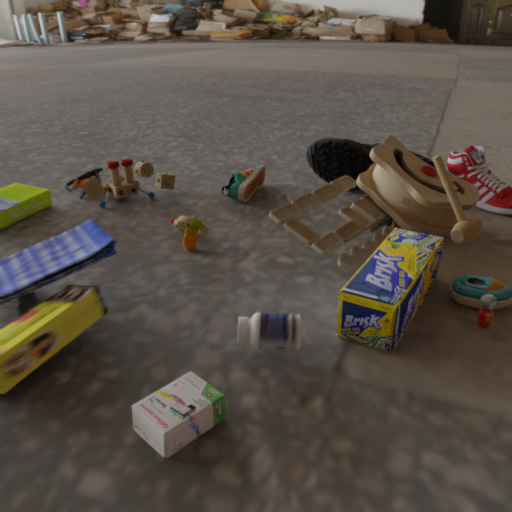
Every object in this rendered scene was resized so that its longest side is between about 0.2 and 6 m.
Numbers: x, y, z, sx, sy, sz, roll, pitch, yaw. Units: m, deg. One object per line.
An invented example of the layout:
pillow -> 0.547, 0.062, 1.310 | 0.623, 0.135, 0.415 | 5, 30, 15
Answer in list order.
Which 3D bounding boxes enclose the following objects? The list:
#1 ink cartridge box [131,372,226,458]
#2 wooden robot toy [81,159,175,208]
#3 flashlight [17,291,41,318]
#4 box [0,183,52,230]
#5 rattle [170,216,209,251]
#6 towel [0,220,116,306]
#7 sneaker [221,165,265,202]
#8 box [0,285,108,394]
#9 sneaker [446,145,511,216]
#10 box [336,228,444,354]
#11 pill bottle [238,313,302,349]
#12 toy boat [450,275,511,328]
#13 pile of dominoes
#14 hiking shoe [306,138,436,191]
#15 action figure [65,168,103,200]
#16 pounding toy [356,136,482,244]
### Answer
ink cartridge box -> -0.946, 1.922, 6.875 | 0.686, 0.398, 0.947 | 24, 36, 39
wooden robot toy -> -3.281, -1.902, 13.909 | 2.355, 1.038, 1.069 | -15, 20, -28
flashlight -> -3.787, 0.707, 9.202 | 0.532, 0.530, 1.564 | -50, 42, 3
box -> -5.790, -1.115, 12.786 | 1.187, 0.464, 1.947 | 12, 29, 22
rattle -> -1.539, -0.431, 11.791 | 1.055, 0.754, 0.687 | 2, -10, 39
towel -> -3.524, 0.062, 9.237 | 2.234, 0.266, 1.618 | -26, 30, -21
sneaker -> -0.293, -1.923, 14.204 | 0.701, 0.626, 1.755 | 14, 31, 17
box -> -3.140, 1.126, 8.070 | 0.775, 0.516, 2.059 | 0, 27, 32
sneaker -> 5.483, -1.831, 13.254 | 0.833, 1.316, 2.339 | -22, 34, -37
box -> 2.270, 0.460, 9.251 | 0.941, 0.864, 2.686 | 14, 31, 27
pill bottle -> 0.192, 1.090, 8.168 | 0.910, 0.505, 0.505 | 2, 27, -1
toy boat -> 3.740, 0.655, 9.195 | 1.017, 0.562, 1.210 | 7, 27, 12
pile of dominoes -> 2.008, -0.541, 11.562 | 2.380, 0.486, 3.053 | 39, 44, 23
hiking shoe -> 3.008, -2.360, 14.699 | 3.368, 1.275, 1.695 | 15, 20, 11
action figure -> -4.395, -1.791, 14.289 | 1.105, 0.578, 1.069 | -19, 13, 22
pounding toy -> 3.736, -1.570, 11.693 | 1.788, 1.794, 3.127 | -16, 53, -35
